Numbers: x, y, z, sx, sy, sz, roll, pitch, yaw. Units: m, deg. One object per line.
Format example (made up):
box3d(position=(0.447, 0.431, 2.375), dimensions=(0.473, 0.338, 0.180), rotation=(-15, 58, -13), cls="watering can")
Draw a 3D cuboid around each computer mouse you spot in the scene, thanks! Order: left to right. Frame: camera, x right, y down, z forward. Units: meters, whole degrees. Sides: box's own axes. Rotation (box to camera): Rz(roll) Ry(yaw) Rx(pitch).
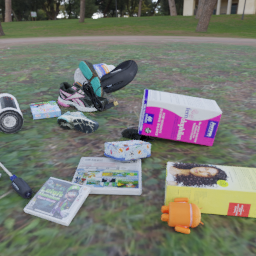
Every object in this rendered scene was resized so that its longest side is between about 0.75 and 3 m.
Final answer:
box3d(position=(-0.484, -1.578, 11.338), dimensions=(2.426, 1.703, 0.558), rotation=(-29, 44, -9), cls="computer mouse")

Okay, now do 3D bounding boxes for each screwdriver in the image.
box3d(position=(-3.180, 1.205, 7.512), dimensions=(0.338, 0.353, 2.425), rotation=(-18, 33, -38), cls="screwdriver")

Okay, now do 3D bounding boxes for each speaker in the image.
box3d(position=(-4.774, -0.627, 11.088), dimensions=(0.966, 0.966, 2.379), rotation=(-10, 25, -23), cls="speaker")

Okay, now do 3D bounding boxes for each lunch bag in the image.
box3d(position=(-0.003, 0.644, 8.413), dimensions=(1.318, 0.498, 1.056), rotation=(-2, 5, -33), cls="lunch bag")

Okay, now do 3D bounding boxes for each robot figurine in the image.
box3d(position=(1.143, 1.836, 5.910), dimensions=(0.875, 0.510, 0.629), rotation=(1, 20, 5), cls="robot figurine")

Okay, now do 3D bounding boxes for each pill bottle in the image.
box3d(position=(-1.738, -2.943, 15.980), dimensions=(1.344, 1.344, 2.398), rotation=(19, 30, 37), cls="pill bottle")

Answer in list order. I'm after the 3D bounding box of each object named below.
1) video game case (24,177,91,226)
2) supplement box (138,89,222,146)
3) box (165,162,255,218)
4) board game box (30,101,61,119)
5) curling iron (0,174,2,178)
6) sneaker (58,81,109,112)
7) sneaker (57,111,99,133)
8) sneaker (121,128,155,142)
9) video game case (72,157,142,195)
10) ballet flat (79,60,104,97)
box3d(position=(-1.616, 1.656, 6.494), dimensions=(1.165, 0.136, 1.059), rotation=(9, 38, 21), cls="video game case")
box3d(position=(1.716, -0.390, 9.673), dimensions=(2.548, 1.289, 1.317), rotation=(9, 23, 1), cls="supplement box")
box3d(position=(2.366, 1.441, 6.521), dimensions=(2.966, 0.743, 1.116), rotation=(3, 24, 6), cls="box")
box3d(position=(-3.660, -0.806, 12.356), dimensions=(1.143, 0.277, 1.511), rotation=(-9, 25, -21), cls="board game box")
box3d(position=(-3.614, 1.622, 6.701), dimensions=(0.504, 0.260, 2.033), rotation=(3, 24, 7), cls="curling iron")
box3d(position=(-2.175, -1.511, 12.884), dimensions=(2.699, 1.165, 1.084), rotation=(10, 27, 21), cls="sneaker")
box3d(position=(-1.810, -0.332, 10.532), dimensions=(1.724, 0.669, 0.744), rotation=(11, 44, 23), cls="sneaker")
box3d(position=(0.347, 0.267, 9.758), dimensions=(1.151, 0.346, 0.600), rotation=(2, 18, -4), cls="sneaker")
box3d(position=(-0.531, 1.263, 7.606), dimensions=(1.783, 0.196, 1.625), rotation=(2, 22, 2), cls="video game case")
box3d(position=(-1.628, -2.435, 14.170), dimensions=(0.858, 0.853, 2.509), rotation=(-2, 59, -49), cls="ballet flat")
